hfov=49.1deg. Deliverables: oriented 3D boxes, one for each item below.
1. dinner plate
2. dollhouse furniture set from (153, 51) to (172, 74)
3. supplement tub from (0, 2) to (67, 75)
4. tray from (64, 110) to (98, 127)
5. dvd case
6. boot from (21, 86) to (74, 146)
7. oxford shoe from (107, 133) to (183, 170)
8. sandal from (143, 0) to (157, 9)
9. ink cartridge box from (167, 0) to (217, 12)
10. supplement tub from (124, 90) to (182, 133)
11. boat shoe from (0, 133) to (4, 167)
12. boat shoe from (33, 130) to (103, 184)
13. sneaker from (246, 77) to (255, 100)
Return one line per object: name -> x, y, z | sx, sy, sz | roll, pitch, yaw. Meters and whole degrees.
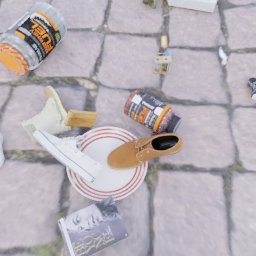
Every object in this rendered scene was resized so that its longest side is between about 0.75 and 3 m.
dinner plate -> -0.601, 1.014, 8.173 | 2.334, 0.283, 2.334 | 0, 60, 1
dollhouse furniture set -> 1.184, -2.462, 10.024 | 0.601, 0.605, 0.858 | -2, 61, -1
supplement tub -> -3.397, -3.126, 9.890 | 1.512, 1.512, 2.468 | 23, 63, 13
tray -> -1.406, -0.274, 8.469 | 0.969, 0.478, 0.179 | 3, 31, -45
dvd case -> -0.871, 2.489, 6.928 | 1.496, 0.119, 1.112 | -23, 62, -8
boot -> -2.685, -0.429, 8.817 | 1.412, 0.658, 1.826 | -26, 64, -13
oxford shoe -> 0.415, 0.578, 7.835 | 2.259, 0.805, 0.806 | -19, 74, 5
sandal -> 0.749, -5.457, 11.822 | 0.428, 0.596, 1.501 | -24, 53, -19
ink cartridge box -> 2.666, -6.260, 12.289 | 2.670, 0.578, 2.621 | 14, 60, 11
supplement tub -> 0.779, -0.433, 8.656 | 1.706, 0.912, 0.912 | 30, 64, 16
boat shoe -> -3.951, 0.594, 8.324 | 0.441, 0.434, 1.243 | -8, 60, -5
boat shoe -> -1.581, 0.564, 7.790 | 2.123, 0.784, 0.905 | 37, 72, 7
sneaker -> 4.264, -1.372, 9.537 | 0.555, 0.368, 0.974 | 32, 59, 18
